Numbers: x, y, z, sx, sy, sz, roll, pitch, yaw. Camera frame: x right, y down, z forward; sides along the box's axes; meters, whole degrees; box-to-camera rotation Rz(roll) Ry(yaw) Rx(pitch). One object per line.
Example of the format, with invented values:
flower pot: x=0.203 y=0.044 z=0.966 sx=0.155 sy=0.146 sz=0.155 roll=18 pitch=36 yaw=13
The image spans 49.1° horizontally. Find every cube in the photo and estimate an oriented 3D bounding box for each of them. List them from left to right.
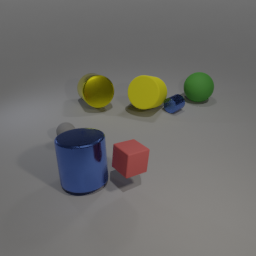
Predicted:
cube: x=0.060 y=0.796 z=7.428 sx=0.700 sy=0.700 sz=0.700 roll=-12 pitch=28 yaw=-35

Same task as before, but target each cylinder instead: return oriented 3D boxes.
cylinder: x=-1.301 y=0.879 z=7.973 sx=1.400 sy=1.400 sz=1.400 roll=-3 pitch=21 yaw=1
cylinder: x=-1.467 y=-1.706 z=12.543 sx=1.400 sy=1.400 sz=1.400 roll=-10 pitch=17 yaw=-18
cylinder: x=0.867 y=-1.545 z=12.144 sx=1.400 sy=1.400 sz=1.400 roll=11 pitch=11 yaw=20
cylinder: x=2.049 y=-1.083 z=12.415 sx=0.700 sy=0.700 sz=0.700 roll=25 pitch=38 yaw=37

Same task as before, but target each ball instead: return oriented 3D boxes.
ball: x=-2.240 y=0.139 z=10.138 sx=0.700 sy=0.700 sz=0.700 roll=0 pitch=29 yaw=0
ball: x=3.341 y=-1.930 z=13.245 sx=1.400 sy=1.400 sz=1.400 roll=0 pitch=29 yaw=0
